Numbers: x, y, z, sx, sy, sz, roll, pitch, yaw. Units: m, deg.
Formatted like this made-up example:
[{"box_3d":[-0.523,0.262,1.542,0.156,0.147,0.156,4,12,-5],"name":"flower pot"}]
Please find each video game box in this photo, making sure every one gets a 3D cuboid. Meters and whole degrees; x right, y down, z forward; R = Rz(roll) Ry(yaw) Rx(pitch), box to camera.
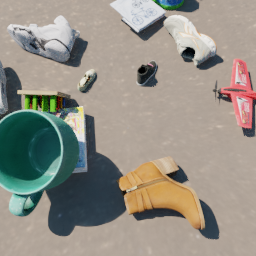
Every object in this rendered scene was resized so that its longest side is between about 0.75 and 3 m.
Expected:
[{"box_3d":[-2.411,0.421,9.214,2.049,0.526,2.249,-6,63,0],"name":"video game box"}]

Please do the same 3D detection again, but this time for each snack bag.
[{"box_3d":[0.386,-5.003,11.835,1.864,0.199,1.757,44,66,12],"name":"snack bag"}]

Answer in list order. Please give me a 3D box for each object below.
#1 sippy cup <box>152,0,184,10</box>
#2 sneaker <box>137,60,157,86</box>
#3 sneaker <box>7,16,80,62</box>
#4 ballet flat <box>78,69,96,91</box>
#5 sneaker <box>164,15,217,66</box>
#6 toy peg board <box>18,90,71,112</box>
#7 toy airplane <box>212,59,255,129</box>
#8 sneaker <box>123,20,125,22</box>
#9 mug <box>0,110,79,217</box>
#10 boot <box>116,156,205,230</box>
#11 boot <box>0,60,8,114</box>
[{"box_3d":[1.848,-6.181,12.193,1.446,1.350,1.841,33,68,17],"name":"sippy cup"},{"box_3d":[0.736,-2.227,10.533,0.453,0.636,1.282,27,64,15],"name":"sneaker"},{"box_3d":[-3.279,-3.733,11.142,2.690,1.011,1.546,23,64,6],"name":"sneaker"},{"box_3d":[-1.531,-1.851,10.497,0.379,0.350,1.124,21,64,11],"name":"ballet flat"},{"box_3d":[2.217,-3.471,11.051,1.157,0.952,2.515,-40,68,-14],"name":"sneaker"},{"box_3d":[-2.826,-0.880,9.581,1.358,1.352,0.664,3,91,6],"name":"toy peg board"},{"box_3d":[4.515,-1.193,10.039,2.981,0.548,2.981,0,63,0],"name":"toy airplane"},{"box_3d":[0.367,-4.659,11.919,1.072,0.433,0.619,-11,61,-7],"name":"sneaker"},{"box_3d":[-2.580,0.803,7.744,2.125,1.599,2.586,45,96,11],"name":"mug"},{"box_3d":[0.899,2.127,8.138,1.916,0.913,2.477,-21,52,-12],"name":"boot"},{"box_3d":[-5.069,-1.515,10.010,1.190,0.916,2.491,-13,61,-7],"name":"boot"}]
